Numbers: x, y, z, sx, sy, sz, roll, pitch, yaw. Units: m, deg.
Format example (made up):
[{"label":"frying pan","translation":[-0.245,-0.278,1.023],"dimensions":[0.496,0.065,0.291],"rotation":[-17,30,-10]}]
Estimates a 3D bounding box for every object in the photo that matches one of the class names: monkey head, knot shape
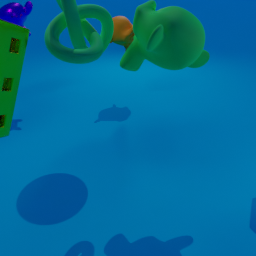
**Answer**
[{"label":"monkey head","translation":[0.473,-1.111,3.913],"dimensions":[0.976,1.165,1.620],"rotation":[48,27,26]},{"label":"knot shape","translation":[-0.655,-1.270,3.698],"dimensions":[0.536,1.159,1.085],"rotation":[-15,50,33]},{"label":"monkey head","translation":[-3.116,-2.963,7.786],"dimensions":[1.280,0.921,0.771],"rotation":[-32,12,-5]},{"label":"monkey head","translation":[-0.221,-2.808,8.637],"dimensions":[0.970,1.157,1.609],"rotation":[16,39,13]}]

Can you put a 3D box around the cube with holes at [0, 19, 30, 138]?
[{"label":"cube with holes","translation":[-1.832,-0.558,2.527],"dimensions":[1.164,1.164,1.164],"rotation":[18,12,11]}]
